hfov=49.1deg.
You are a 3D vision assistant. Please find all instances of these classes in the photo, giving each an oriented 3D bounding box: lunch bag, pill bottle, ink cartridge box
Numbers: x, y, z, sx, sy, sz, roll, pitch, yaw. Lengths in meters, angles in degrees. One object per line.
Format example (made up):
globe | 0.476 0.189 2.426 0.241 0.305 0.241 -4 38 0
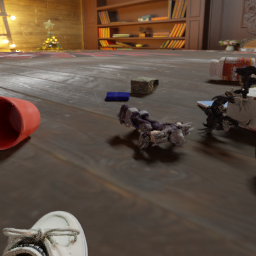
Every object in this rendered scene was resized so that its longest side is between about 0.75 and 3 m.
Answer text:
lunch bag | 0.823 -2.090 13.465 0.990 0.710 1.208 11 27 30
pill bottle | 6.100 -3.464 16.488 2.399 1.346 1.346 8 21 25
ink cartridge box | 4.547 -0.633 8.694 2.456 1.024 1.782 -14 23 -34

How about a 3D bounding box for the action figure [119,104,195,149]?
action figure | 0.717 0.026 7.303 1.482 0.790 2.278 -4 22 -34

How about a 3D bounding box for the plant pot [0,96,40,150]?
plant pot | -2.998 -0.196 7.253 1.360 1.360 1.203 4 9 11

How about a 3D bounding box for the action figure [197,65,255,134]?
action figure | 2.877 -0.584 7.654 1.145 2.243 1.333 36 -4 31

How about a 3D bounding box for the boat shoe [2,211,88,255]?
boat shoe | -0.947 1.386 2.822 0.885 1.022 2.396 1 19 2

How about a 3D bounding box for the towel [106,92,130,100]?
towel | -0.435 -1.345 12.061 1.012 0.251 0.747 0 26 1

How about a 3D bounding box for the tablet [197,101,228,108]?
tablet | 3.778 -0.902 10.768 1.947 0.133 1.267 -1 14 -6
